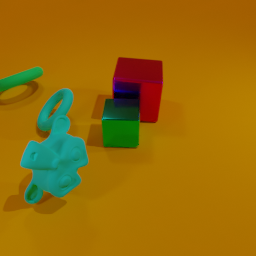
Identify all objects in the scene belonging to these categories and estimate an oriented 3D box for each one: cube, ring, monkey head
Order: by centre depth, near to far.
[{"bbox_3d":[-1.580,0.625,5.558,1.197,1.429,1.987,10,77,46],"label":"monkey head"},{"bbox_3d":[-0.166,-0.135,7.426,0.944,0.944,0.944,1,39,2],"label":"cube"},{"bbox_3d":[-2.048,-0.526,7.858,1.384,0.277,1.384,-31,39,28],"label":"ring"},{"bbox_3d":[0.280,-1.146,8.286,1.357,1.357,1.357,5,39,2],"label":"cube"},{"bbox_3d":[-3.626,-1.590,9.159,1.761,0.352,1.761,-18,17,6],"label":"ring"}]
